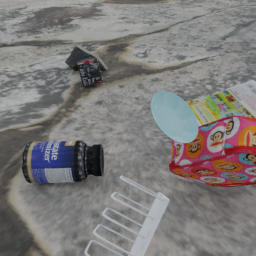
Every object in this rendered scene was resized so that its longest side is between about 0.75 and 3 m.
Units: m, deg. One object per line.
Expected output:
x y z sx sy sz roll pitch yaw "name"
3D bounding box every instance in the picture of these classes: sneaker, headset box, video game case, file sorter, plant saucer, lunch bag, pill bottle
-1.797 -2.721 12.100 1.950 0.729 1.036 36 85 26 "sneaker"
-1.502 -2.252 10.926 0.800 1.074 0.415 -14 20 -1 "headset box"
3.151 -0.381 8.055 2.371 0.298 2.605 -18 35 2 "video game case"
-0.030 1.626 4.802 0.872 0.972 1.400 26 83 5 "file sorter"
0.786 -0.166 4.981 1.052 0.202 1.052 19 52 -26 "plant saucer"
2.167 0.617 5.663 2.007 2.278 0.933 21 66 -25 "lunch bag"
-1.488 0.797 6.678 1.779 0.995 0.995 -3 35 1 "pill bottle"
